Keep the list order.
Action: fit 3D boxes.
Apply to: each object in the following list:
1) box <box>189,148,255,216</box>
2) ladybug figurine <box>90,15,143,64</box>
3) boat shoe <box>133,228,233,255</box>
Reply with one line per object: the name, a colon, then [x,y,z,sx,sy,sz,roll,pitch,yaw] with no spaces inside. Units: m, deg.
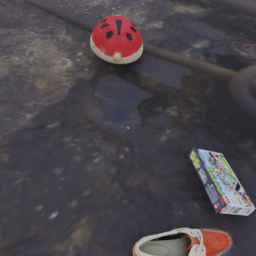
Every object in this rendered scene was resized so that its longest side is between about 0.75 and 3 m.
box: [1.945,1.111,5.962,0.841,0.265,1.528,12,36,-23]
ladybug figurine: [-0.364,-3.164,9.775,1.880,0.996,2.770,2,40,-10]
boat shoe: [1.013,2.105,4.993,1.877,0.587,0.668,-4,49,-7]
